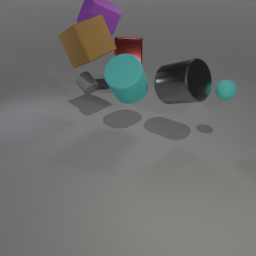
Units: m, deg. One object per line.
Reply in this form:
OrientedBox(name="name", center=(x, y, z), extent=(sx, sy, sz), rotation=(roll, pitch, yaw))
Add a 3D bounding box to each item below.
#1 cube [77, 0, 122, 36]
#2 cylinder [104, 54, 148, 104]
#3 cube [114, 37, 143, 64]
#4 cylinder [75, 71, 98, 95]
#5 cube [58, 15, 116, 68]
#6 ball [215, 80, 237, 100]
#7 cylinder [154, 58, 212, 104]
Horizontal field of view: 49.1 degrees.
OrientedBox(name="cube", center=(-1.350, -5.042, 12.797), extent=(1.400, 1.400, 1.400), rotation=(11, 35, -31))
OrientedBox(name="cylinder", center=(-0.036, -1.793, 10.443), extent=(1.400, 1.400, 1.400), rotation=(-4, 71, 12))
OrientedBox(name="cube", center=(-0.007, -3.890, 14.579), extent=(1.400, 1.400, 1.400), rotation=(1, 9, -2))
OrientedBox(name="cylinder", center=(-1.702, -1.855, 11.614), extent=(0.700, 0.700, 0.700), rotation=(-26, 72, -39))
OrientedBox(name="cube", center=(-1.587, -3.352, 10.942), extent=(1.400, 1.400, 1.400), rotation=(-36, 20, -32))
OrientedBox(name="ball", center=(3.372, -1.299, 9.645), extent=(0.700, 0.700, 0.700), rotation=(0, 28, 0))
OrientedBox(name="cylinder", center=(1.847, -1.532, 9.460), extent=(1.400, 1.400, 1.400), rotation=(-24, 16, -37))
